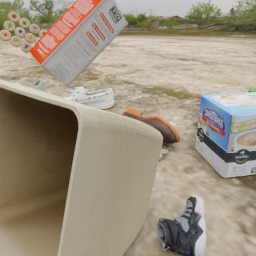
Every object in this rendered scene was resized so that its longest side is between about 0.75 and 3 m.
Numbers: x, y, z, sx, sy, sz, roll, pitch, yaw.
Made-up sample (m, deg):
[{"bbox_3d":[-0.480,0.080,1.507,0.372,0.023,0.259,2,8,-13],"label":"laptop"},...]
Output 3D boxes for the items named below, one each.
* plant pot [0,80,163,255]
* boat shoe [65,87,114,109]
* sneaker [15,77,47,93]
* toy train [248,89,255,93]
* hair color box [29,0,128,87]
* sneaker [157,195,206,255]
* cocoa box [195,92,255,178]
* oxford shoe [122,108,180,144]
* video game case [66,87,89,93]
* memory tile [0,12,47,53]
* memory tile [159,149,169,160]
[{"bbox_3d":[-1.001,0.798,4.897,2.844,2.841,2.518,18,12,37],"label":"plant pot"},{"bbox_3d":[-1.980,-1.294,11.890,2.786,0.966,0.986,-7,24,-16],"label":"boat shoe"},{"bbox_3d":[-4.864,-1.593,12.294,2.643,1.216,1.001,-12,25,-25],"label":"sneaker"},{"bbox_3d":[6.448,-1.645,13.695,0.350,0.259,1.242,-32,37,-34],"label":"toy train"},{"bbox_3d":[-1.458,-2.795,8.614,0.867,2.833,1.438,46,2,29],"label":"hair color box"},{"bbox_3d":[0.972,1.732,5.199,0.837,0.555,1.471,6,26,8],"label":"sneaker"},{"bbox_3d":[3.469,0.057,7.656,2.652,1.740,1.769,-4,23,-10],"label":"cocoa box"},{"bbox_3d":[0.554,0.112,9.006,0.900,0.883,2.480,-40,38,-26],"label":"oxford shoe"},{"bbox_3d":[-2.656,-1.963,14.611,0.837,0.109,0.919,-19,30,-37],"label":"video game case"},{"bbox_3d":[-3.324,-3.006,9.070,1.395,1.069,0.117,26,-16,-27],"label":"memory tile"},{"bbox_3d":[0.426,0.702,8.254,1.336,0.112,1.024,15,27,34],"label":"memory tile"}]
